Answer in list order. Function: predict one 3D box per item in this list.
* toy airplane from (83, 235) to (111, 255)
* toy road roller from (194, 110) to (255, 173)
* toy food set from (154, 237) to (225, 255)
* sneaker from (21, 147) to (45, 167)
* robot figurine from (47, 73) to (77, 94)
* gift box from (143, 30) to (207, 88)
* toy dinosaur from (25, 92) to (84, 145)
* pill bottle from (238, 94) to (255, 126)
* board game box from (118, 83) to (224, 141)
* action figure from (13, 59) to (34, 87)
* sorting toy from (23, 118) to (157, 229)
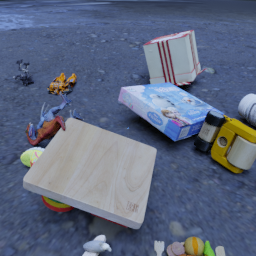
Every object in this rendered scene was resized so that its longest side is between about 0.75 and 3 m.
[{"bbox_3d":[-0.914,2.862,5.454,1.498,1.062,1.505,-12,34,-18],"label":"toy airplane"},{"bbox_3d":[3.446,0.344,9.277,1.587,1.336,2.174,-5,32,-40],"label":"toy road roller"},{"bbox_3d":[1.387,2.871,6.131,1.604,0.322,1.107,3,32,4],"label":"toy food set"},{"bbox_3d":[-2.545,1.198,8.436,1.946,0.761,0.879,14,37,21],"label":"sneaker"},{"bbox_3d":[-3.326,-2.225,14.139,1.311,0.526,1.808,4,32,10],"label":"robot figurine"},{"bbox_3d":[2.424,-3.314,13.966,2.653,2.477,2.448,0,26,31],"label":"gift box"},{"bbox_3d":[-2.754,-0.098,9.327,2.403,1.391,2.648,-37,4,17],"label":"toy dinosaur"},{"bbox_3d":[5.341,-0.488,10.663,1.208,1.208,2.123,-14,31,-21],"label":"pill bottle"},{"bbox_3d":[1.685,-0.808,10.840,2.975,0.645,2.961,-14,40,-43],"label":"board game box"},{"bbox_3d":[-5.488,-2.772,14.785,0.932,0.800,1.568,8,62,-44],"label":"action figure"},{"bbox_3d":[-0.859,1.253,7.561,2.830,0.991,2.847,20,34,1],"label":"sorting toy"}]
